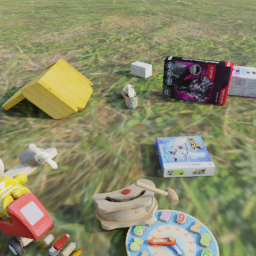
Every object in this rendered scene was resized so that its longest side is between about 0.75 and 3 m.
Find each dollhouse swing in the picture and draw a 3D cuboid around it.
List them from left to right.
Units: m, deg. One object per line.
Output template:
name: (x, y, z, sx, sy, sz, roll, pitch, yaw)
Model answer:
dollhouse swing: (-3.280, -1.239, 11.641, 2.449, 2.369, 2.695, 39, 28, -16)

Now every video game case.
video game case: (1.661, 0.816, 8.437, 1.445, 0.362, 1.594, -1, 32, -3)

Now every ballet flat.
ballet flat: (0.092, -1.471, 11.870, 0.630, 0.622, 1.851, -7, 32, -10)

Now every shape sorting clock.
shape sorting clock: (0.910, 2.411, 5.846, 1.911, 0.375, 1.911, 0, 32, 0)

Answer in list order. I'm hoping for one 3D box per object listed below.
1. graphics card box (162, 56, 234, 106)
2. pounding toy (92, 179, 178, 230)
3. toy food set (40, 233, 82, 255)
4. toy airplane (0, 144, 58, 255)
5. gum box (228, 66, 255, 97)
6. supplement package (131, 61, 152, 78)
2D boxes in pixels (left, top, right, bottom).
graphics card box: (2.831, -1.993, 11.679, 2.728, 1.712, 0.694, 12, 34, 17)
pounding toy: (0.113, 1.488, 6.458, 1.907, 1.094, 1.091, -8, 19, -1)
toy food set: (-1.389, 2.422, 5.800, 0.870, 0.416, 0.392, 20, 36, 25)
toy airplane: (-2.951, 1.320, 6.150, 2.704, 1.917, 2.716, -6, 33, -6)
gum box: (5.128, -2.162, 12.720, 2.677, 0.885, 1.519, 9, 33, 15)
supplement package: (0.681, -3.004, 14.386, 0.965, 0.566, 0.564, 24, 39, 33)
